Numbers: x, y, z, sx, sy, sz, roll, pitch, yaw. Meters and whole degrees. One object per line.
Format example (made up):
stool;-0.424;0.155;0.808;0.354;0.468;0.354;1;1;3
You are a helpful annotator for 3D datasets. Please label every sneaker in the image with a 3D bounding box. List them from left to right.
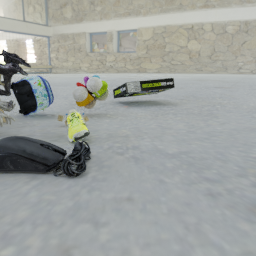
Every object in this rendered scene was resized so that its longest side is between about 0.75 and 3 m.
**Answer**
sneaker;-1.224;-0.062;6.433;0.508;0.515;1.347;-24;20;-11

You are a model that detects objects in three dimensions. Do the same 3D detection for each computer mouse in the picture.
computer mouse;-1.601;0.391;4.783;1.872;0.493;1.296;0;14;-1

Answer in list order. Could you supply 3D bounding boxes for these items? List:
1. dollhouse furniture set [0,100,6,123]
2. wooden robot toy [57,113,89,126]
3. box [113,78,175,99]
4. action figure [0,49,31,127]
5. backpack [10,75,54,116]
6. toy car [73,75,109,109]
dollhouse furniture set;-4.222;-0.307;8.098;1.147;0.934;1.091;-21;-11;0
wooden robot toy;-1.529;-0.181;7.840;0.859;0.379;0.390;-2;-18;-12
box;0.607;-1.667;11.903;2.104;0.500;2.032;-8;0;-18
action figure;-3.261;-0.602;6.719;1.233;2.416;1.436;35;15;-36
backpack;-2.979;-1.088;8.982;0.961;1.197;1.308;-25;12;-40
toy car;-1.267;-1.265;9.175;1.209;0.907;1.058;-33;-26;5
